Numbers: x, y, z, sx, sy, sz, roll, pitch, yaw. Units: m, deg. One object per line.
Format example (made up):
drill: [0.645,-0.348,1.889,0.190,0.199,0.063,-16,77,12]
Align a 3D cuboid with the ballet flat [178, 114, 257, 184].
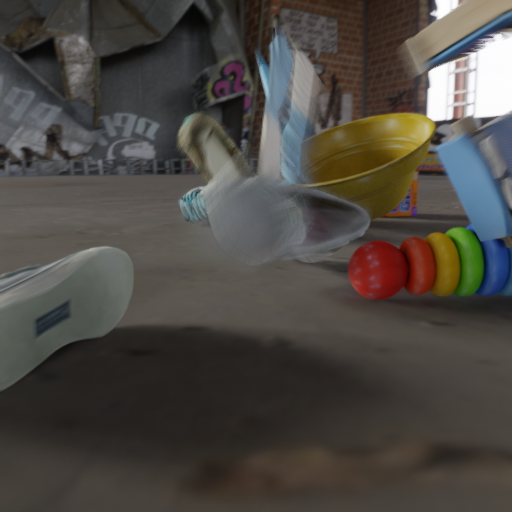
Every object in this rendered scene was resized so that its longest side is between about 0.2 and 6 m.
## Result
ballet flat: [-0.241,-0.876,7.524,0.784,2.311,0.870,-36,17,3]

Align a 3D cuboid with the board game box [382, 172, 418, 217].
board game box: [3.297,-1.584,14.178,1.107,1.106,1.106,-3,11,-18]

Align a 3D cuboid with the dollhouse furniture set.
dollhouse furniture set: [2.894,-1.496,5.183,2.141,2.268,1.480,-28,5,-28]

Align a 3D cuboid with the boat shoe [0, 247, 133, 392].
boat shoe: [-1.691,0.356,4.227,0.757,0.741,2.125,8,15,16]

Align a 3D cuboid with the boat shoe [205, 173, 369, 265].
boat shoe: [0.440,-0.460,6.687,0.911,1.047,2.842,-22,-17,29]

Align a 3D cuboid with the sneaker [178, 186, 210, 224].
sneaker: [-0.998,-0.994,11.766,1.192,1.072,2.762,-11,3,-8]

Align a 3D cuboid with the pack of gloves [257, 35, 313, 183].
pack of gloves: [0.323,-2.050,8.153,0.390,1.978,1.662,7,1,21]

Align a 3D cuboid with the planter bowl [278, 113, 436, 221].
planter bowl: [2.268,-1.748,12.474,3.658,1.523,3.658,-17,25,8]

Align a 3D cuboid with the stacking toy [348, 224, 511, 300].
stacking toy: [2.067,0.046,5.787,2.237,0.955,0.955,-5,10,-5]
